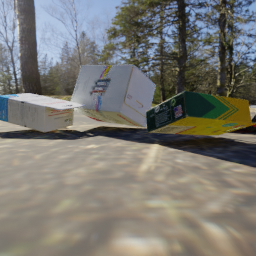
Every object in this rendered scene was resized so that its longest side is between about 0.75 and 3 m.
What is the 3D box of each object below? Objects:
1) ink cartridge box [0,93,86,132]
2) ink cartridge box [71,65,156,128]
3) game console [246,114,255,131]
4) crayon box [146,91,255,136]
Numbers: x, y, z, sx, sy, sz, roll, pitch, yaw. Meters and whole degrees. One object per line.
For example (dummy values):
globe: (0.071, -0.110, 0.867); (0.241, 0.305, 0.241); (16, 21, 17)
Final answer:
ink cartridge box: (-2.317, -0.417, 7.579); (2.079, 0.693, 1.204); (13, 15, 24)
ink cartridge box: (-0.421, -0.935, 8.249); (1.950, 1.410, 1.417); (9, -11, 34)
game console: (3.419, -0.557, 7.562); (1.939, 1.671, 1.151); (-5, 42, -46)
crayon box: (1.419, -0.205, 5.301); (1.850, 0.470, 1.174); (4, -15, -29)
